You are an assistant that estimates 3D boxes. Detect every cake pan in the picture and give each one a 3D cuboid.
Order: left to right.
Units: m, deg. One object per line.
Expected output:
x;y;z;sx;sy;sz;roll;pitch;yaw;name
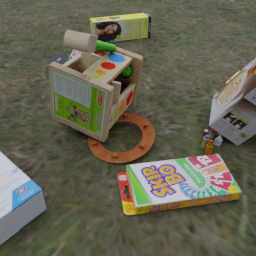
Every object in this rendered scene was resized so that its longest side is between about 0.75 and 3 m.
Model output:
-2.699;-2.626;11.060;1.031;0.189;1.031;-10;48;12;cake pan

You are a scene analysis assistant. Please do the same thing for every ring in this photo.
-0.194;0.188;7.618;1.823;0.175;1.823;-5;45;5;ring

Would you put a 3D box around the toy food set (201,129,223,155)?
2.272;0.252;7.549;0.467;0.440;0.977;29;47;31;toy food set

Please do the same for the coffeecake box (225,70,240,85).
3.994;-1.474;9.692;0.895;0.426;1.166;27;46;29;coffeecake box

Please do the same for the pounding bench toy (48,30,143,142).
-0.723;-1.535;7.450;1.721;2.771;2.161;24;45;14;pounding bench toy

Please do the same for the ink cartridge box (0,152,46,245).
-2.785;1.403;5.882;1.756;0.743;1.269;31;48;30;ink cartridge box

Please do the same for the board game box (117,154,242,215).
1.096;1.249;6.427;2.586;0.388;1.236;-8;39;-6;board game box

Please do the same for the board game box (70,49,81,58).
-1.861;-3.061;11.748;0.920;0.306;1.368;3;39;3;board game box

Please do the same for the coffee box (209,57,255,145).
3.447;-0.991;7.146;1.087;2.727;1.559;33;44;-9;coffee box

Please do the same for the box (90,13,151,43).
-0.319;-4.716;13.232;2.813;1.059;0.705;-12;39;-13;box
